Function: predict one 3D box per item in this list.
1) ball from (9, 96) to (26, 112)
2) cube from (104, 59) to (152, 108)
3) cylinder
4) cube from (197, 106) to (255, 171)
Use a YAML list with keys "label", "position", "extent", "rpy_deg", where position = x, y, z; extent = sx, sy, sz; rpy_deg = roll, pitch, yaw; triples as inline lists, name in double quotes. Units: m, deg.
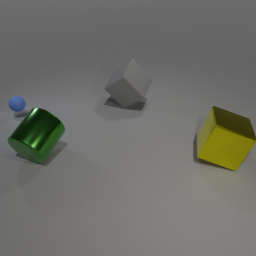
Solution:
- label: "ball"
  position: [-4.880, -1.066, 12.329]
  extent: [0.700, 0.700, 0.700]
  rpy_deg: [0, 31, 0]
- label: "cube"
  position: [0.028, -2.049, 12.987]
  extent: [1.400, 1.400, 1.400]
  rpy_deg: [-22, 34, 43]
- label: "cylinder"
  position: [-3.117, 0.261, 9.637]
  extent: [1.400, 1.400, 1.400]
  rpy_deg: [14, 57, 22]
- label: "cube"
  position: [3.292, 0.333, 9.579]
  extent: [1.400, 1.400, 1.400]
  rpy_deg: [20, 33, 1]
